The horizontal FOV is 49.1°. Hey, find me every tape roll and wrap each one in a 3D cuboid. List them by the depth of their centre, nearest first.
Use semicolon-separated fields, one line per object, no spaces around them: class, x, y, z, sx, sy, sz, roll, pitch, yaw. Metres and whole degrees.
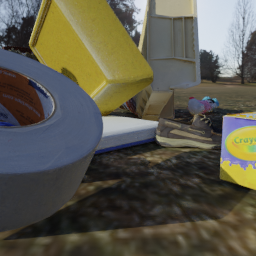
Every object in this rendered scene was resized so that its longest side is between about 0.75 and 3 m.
tape roll;-1.346;-0.072;2.736;2.126;0.702;2.126;21;28;-12

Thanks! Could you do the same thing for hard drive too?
hard drive;-0.843;0.126;5.381;2.784;0.353;1.837;-9;14;-43

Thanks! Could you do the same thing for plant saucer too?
plant saucer;-1.126;-1.557;6.050;0.693;2.860;2.860;-36;4;-31

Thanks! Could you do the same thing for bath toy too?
bath toy;2.602;-0.825;10.025;0.767;0.652;1.765;-35;-13;35

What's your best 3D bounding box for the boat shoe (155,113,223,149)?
boat shoe;1.308;0.046;5.163;1.613;0.591;0.601;0;10;3

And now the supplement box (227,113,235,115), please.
supplement box;2.344;-0.028;6.008;0.455;0.470;1.367;5;8;15

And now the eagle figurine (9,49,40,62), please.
eagle figurine;-2.066;-0.856;6.552;1.433;1.889;1.426;9;12;42

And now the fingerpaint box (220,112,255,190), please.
fingerpaint box;2.507;0.301;2.986;1.897;0.834;2.274;-7;11;-38

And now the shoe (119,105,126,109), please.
shoe;0.396;-1.011;11.135;1.721;0.602;0.459;-1;8;-11

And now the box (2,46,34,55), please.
box;-3.326;-1.261;8.319;0.861;1.151;2.298;-5;-18;-32

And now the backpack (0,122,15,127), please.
backpack;-1.578;0.325;3.421;0.726;0.703;0.865;27;12;20

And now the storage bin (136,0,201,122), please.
storage bin;0.895;-1.598;7.149;1.157;2.451;2.469;2;-15;-4

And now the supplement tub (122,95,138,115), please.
supplement tub;0.480;-1.101;9.585;1.344;1.344;2.513;-2;10;-11
